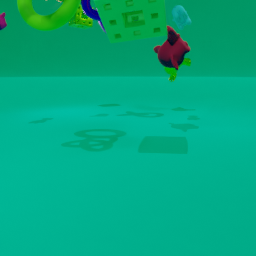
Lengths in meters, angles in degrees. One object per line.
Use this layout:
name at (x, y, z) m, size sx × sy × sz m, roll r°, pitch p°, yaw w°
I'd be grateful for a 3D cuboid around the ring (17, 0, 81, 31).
ring at (-1.653, -2.776, 5.847) m, size 1.505 × 1.505 × 0.301 m, roll 4°, pitch -3°, yaw 18°

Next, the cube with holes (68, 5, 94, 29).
cube with holes at (-2.010, -4.737, 11.951) m, size 0.792 × 0.792 × 0.792 m, roll 0°, pitch 11°, yaw -31°

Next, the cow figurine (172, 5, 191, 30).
cow figurine at (1.581, -3.397, 8.511) m, size 0.501 × 0.899 × 0.914 m, roll -29°, pitch -40°, yaw 18°

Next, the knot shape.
knot shape at (-0.573, -3.809, 9.241) m, size 1.953 × 0.902 × 1.827 m, roll 15°, pitch -24°, yaw -7°

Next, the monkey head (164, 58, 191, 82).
monkey head at (2.017, -2.657, 11.660) m, size 1.038 × 1.443 × 0.870 m, roll 6°, pitch -21°, yaw -12°

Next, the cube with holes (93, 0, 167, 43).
cube with holes at (0.081, -2.307, 4.864) m, size 1.063 × 1.063 × 1.063 m, roll -5°, pitch -21°, yaw 10°

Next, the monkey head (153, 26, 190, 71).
monkey head at (1.098, -2.110, 7.444) m, size 1.009 × 0.845 × 1.402 m, roll 39°, pitch 13°, yaw -37°

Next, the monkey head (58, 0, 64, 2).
monkey head at (-2.247, -4.230, 8.581) m, size 0.759 × 1.056 × 0.636 m, roll -15°, pitch 55°, yaw -2°

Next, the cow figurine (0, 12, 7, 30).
cow figurine at (-3.954, -3.154, 7.992) m, size 0.533 × 0.956 × 0.972 m, roll -21°, pitch -41°, yaw 21°
